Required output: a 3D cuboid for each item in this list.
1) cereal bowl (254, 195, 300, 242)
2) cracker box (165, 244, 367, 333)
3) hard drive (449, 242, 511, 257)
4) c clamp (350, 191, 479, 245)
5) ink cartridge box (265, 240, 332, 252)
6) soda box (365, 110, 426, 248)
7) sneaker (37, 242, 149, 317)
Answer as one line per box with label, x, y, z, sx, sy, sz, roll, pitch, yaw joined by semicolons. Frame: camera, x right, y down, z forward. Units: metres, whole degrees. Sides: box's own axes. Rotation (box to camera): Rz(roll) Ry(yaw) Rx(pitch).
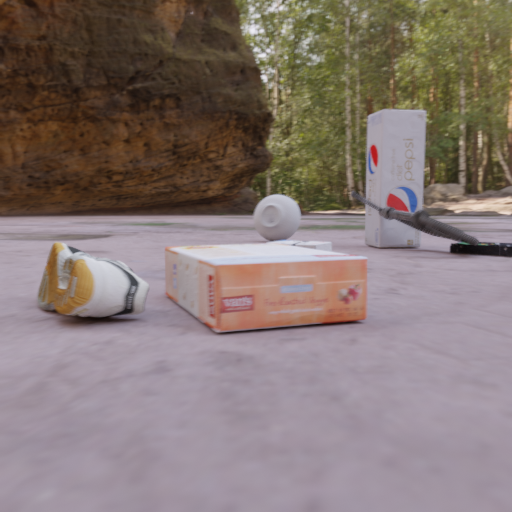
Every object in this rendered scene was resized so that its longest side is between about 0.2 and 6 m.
cereal bowl;0.476;-1.009;14.629;1.271;1.271;0.529;3;-6;26
cracker box;-0.025;0.221;5.284;1.324;0.570;1.977;-2;5;-20
hard drive;4.587;-0.138;11.087;1.226;0.232;0.857;5;7;41
c clamp;3.175;-0.671;11.179;2.067;0.328;2.419;23;4;-17
ink cartridge box;0.700;-0.040;9.159;0.912;0.382;0.661;3;6;31
soda box;3.141;-1.716;12.746;1.039;3.051;0.971;-1;6;-9
sneaker;-1.540;0.287;5.213;0.742;0.640;1.692;14;2;-31
